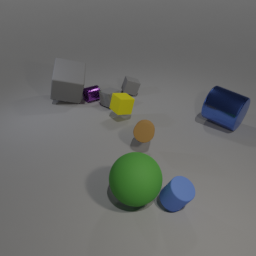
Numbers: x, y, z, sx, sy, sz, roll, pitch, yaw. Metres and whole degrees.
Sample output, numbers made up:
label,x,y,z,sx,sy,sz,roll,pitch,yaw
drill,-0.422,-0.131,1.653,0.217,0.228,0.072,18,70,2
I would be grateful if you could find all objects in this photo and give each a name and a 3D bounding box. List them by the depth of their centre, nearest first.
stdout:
label,x,y,z,sx,sy,sz,roll,pitch,yaw
cylinder,1.273,1.710,7.278,0.700,0.700,0.700,13,49,-15
ball,0.200,1.330,7.329,1.400,1.400,1.400,0,30,0
cylinder,0.557,0.096,9.536,0.700,0.700,0.700,3,9,6
cylinder,3.883,-0.800,11.162,1.400,1.400,1.400,29,40,29
cube,-0.250,-1.006,11.624,0.700,0.700,0.700,-5,31,-35
cube,-2.772,-2.176,12.986,1.400,1.400,1.400,7,55,-14
cube,-0.831,-1.420,13.000,0.700,0.700,0.700,-27,34,-37
cylinder,-1.746,-1.664,13.559,0.700,0.700,0.700,-20,35,-31
cube,0.137,-2.134,14.176,0.700,0.700,0.700,13,26,-18
